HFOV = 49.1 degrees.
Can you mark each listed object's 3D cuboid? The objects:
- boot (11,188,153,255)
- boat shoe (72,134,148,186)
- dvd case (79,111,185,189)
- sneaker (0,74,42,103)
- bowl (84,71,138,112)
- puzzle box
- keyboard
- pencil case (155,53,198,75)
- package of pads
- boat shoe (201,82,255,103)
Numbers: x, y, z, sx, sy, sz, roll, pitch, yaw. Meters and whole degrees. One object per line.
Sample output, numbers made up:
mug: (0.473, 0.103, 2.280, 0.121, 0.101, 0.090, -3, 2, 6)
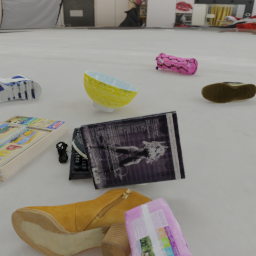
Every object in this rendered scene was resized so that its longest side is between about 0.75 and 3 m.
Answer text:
boot: (-0.655, 1.425, 4.603, 2.029, 0.714, 1.453, 8, 18, 16)
boat shoe: (-0.350, 0.528, 6.071, 1.990, 0.615, 0.745, 28, 29, 25)
dvd case: (0.102, 0.461, 5.363, 1.827, 1.359, 0.146, -9, 18, 9)
sneaker: (-4.664, -1.596, 11.092, 2.333, 0.943, 1.347, -2, 19, -21)
bowl: (-0.700, -1.144, 9.545, 1.897, 1.021, 1.897, 19, 16, -6)
puzzle box: (-3.011, 0.365, 7.215, 1.813, 0.346, 2.725, 8, 25, 16)
keyboard: (-1.103, 0.527, 6.946, 1.400, 0.299, 2.332, -3, 23, -7)
pencil case: (2.577, -3.458, 15.063, 2.244, 1.018, 1.051, 19, 0, 38)
package of pads: (0.517, 1.776, 3.134, 0.675, 1.076, 1.785, -22, 26, 0)
boat shoe: (3.795, -1.381, 10.775, 2.152, 0.788, 0.698, 0, 13, -8)
